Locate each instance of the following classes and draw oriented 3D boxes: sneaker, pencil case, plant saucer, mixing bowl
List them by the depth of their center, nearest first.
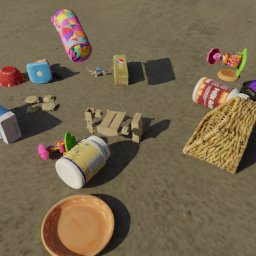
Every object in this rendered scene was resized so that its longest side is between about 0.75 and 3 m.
[{"bbox_3d":[-1.366,2.768,7.790,1.988,0.372,1.988,-1,40,1],"label":"plant saucer"},{"bbox_3d":[-2.227,-3.665,11.050,1.056,1.056,2.390,-17,57,-19],"label":"pencil case"},{"bbox_3d":[5.578,-1.364,12.345,1.231,0.861,2.476,2,36,10],"label":"sneaker"},{"bbox_3d":[-5.841,-2.630,13.880,1.243,0.673,1.243,1,41,-1],"label":"mixing bowl"},{"bbox_3d":[5.161,-2.747,14.373,1.068,0.200,1.068,0,41,0],"label":"plant saucer"}]

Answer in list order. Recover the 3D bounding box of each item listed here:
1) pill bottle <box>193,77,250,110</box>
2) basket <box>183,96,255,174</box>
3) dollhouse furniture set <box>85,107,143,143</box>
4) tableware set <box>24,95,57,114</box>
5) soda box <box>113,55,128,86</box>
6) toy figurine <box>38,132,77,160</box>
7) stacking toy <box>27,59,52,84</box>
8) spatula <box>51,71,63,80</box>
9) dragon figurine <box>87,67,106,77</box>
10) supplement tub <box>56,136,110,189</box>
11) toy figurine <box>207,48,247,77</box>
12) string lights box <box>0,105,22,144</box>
[{"bbox_3d":[3.929,-1.270,11.884,2.075,1.185,1.185,29,49,30],"label":"pill bottle"},{"bbox_3d":[3.385,-0.098,9.955,1.989,1.906,2.670,23,45,23],"label":"basket"},{"bbox_3d":[-0.642,0.007,10.636,2.195,0.972,1.137,8,41,15],"label":"dollhouse furniture set"},{"bbox_3d":[-3.888,-1.092,12.464,1.475,0.171,1.232,-6,41,-7],"label":"tableware set"},{"bbox_3d":[-0.382,-2.950,14.226,0.651,0.688,2.033,-3,41,-4],"label":"soda box"},{"bbox_3d":[-2.562,0.691,9.954,1.194,0.974,1.298,-11,11,5],"label":"toy figurine"},{"bbox_3d":[-4.352,-3.097,14.284,1.097,1.038,1.891,-8,32,-1],"label":"stacking toy"},{"bbox_3d":[-3.987,-2.880,14.534,1.820,0.187,0.514,32,54,31],"label":"spatula"},{"bbox_3d":[-1.610,-2.923,14.488,1.067,0.314,0.530,28,48,28],"label":"dragon figurine"},{"bbox_3d":[-1.434,1.079,9.170,1.138,1.138,1.566,24,45,25],"label":"supplement tub"},{"bbox_3d":[3.594,-2.536,10.386,1.304,1.063,1.417,15,18,11],"label":"toy figurine"},{"bbox_3d":[-5.163,-0.382,10.876,2.203,1.132,0.649,27,47,28],"label":"string lights box"}]
